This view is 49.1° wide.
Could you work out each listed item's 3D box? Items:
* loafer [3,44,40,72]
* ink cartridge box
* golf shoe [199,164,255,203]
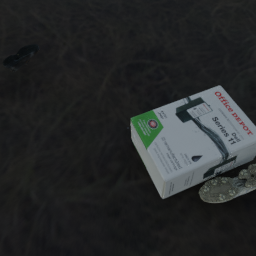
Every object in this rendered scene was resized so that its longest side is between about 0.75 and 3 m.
[{"bbox_3d":[-3.577,-2.394,9.584,1.333,0.482,0.485,-29,57,1],"label":"loafer"},{"bbox_3d":[1.806,0.305,7.764,2.914,1.210,2.136,-21,57,-11],"label":"ink cartridge box"},{"bbox_3d":[2.751,1.618,7.353,1.733,0.842,0.678,-20,52,7],"label":"golf shoe"}]
